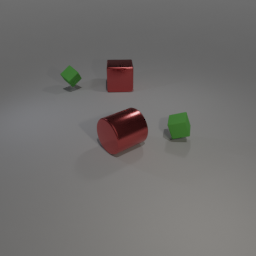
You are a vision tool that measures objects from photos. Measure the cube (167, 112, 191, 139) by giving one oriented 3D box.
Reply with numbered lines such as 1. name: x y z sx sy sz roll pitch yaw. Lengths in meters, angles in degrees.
1. cube: 1.983 -0.097 10.822 0.700 0.700 0.700 -10 32 22

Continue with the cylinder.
1. cylinder: -0.214 0.098 10.393 1.400 1.400 1.400 -22 37 -32

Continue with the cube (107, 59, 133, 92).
1. cube: -0.443 -2.884 15.415 1.400 1.400 1.400 -1 31 -2

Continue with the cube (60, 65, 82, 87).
1. cube: -3.024 -2.751 14.911 0.700 0.700 0.700 41 82 17
